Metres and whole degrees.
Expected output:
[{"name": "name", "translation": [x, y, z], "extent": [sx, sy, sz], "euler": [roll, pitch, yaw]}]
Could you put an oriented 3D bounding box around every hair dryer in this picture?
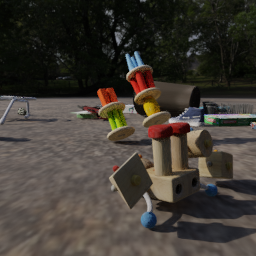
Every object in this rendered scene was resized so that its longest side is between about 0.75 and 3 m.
[{"name": "hair dryer", "translation": [-1.293, -0.636, 11.619], "extent": [1.405, 0.501, 1.845], "euler": [-4, 12, -21]}]

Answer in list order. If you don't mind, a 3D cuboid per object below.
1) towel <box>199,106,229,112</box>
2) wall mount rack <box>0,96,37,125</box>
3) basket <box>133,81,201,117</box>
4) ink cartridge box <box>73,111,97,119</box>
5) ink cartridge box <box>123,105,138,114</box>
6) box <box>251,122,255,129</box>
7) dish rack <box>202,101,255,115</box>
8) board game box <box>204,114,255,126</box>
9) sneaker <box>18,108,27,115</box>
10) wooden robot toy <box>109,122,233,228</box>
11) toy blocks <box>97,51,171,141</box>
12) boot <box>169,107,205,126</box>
[{"name": "towel", "translation": [4.403, -1.090, 15.996], "extent": [2.516, 0.273, 1.845], "euler": [-6, 9, -38]}, {"name": "wall mount rack", "translation": [-5.063, -0.714, 10.729], "extent": [2.829, 1.055, 2.458], "euler": [0, 4, 3]}, {"name": "basket", "translation": [1.779, -1.216, 12.212], "extent": [2.400, 1.632, 2.164], "euler": [9, 8, 33]}, {"name": "ink cartridge box", "translation": [-1.818, -0.548, 11.865], "extent": [0.870, 0.287, 1.196], "euler": [4, 10, 25]}, {"name": "ink cartridge box", "translation": [0.419, -0.972, 14.553], "extent": [1.207, 0.406, 0.701], "euler": [5, 9, 27]}, {"name": "box", "translation": [4.159, -0.072, 8.799], "extent": [0.528, 0.146, 0.773], "euler": [3, 8, 21]}, {"name": "dish rack", "translation": [4.478, -0.736, 11.725], "extent": [2.625, 0.716, 2.014], "euler": [2, 9, 10]}, {"name": "board game box", "translation": [3.829, -0.296, 9.965], "extent": [2.008, 0.292, 1.351], "euler": [-2, 8, -11]}, {"name": "sneaker", "translation": [-5.038, -0.792, 13.606], "extent": [0.416, 0.361, 0.938], "euler": [4, 6, -37]}, {"name": "wooden robot toy", "translation": [0.330, 0.400, 3.089], "extent": [1.969, 0.867, 0.893], "euler": [-7, -1, -44]}, {"name": "toy blocks", "translation": [-0.031, -0.798, 6.527], "extent": [1.531, 1.837, 0.667], "euler": [-21, -20, 5]}, {"name": "boot", "translation": [2.021, -0.417, 9.612], "extent": [1.352, 0.611, 0.492], "euler": [6, 10, 40]}]
